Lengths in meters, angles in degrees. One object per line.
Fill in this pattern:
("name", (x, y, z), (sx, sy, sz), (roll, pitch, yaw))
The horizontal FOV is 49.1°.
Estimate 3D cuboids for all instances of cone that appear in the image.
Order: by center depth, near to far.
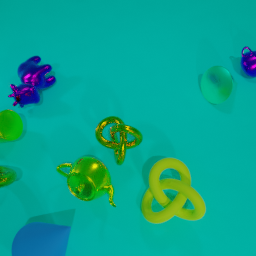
("cone", (-1.466, 2.208, 5.564), (1.198, 1.202, 1.198), (33, 33, -25))
("cone", (2.897, -1.278, 8.192), (1.069, 1.065, 1.065), (-9, 57, -36))

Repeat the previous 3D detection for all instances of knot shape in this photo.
("knot shape", (0.959, 1.379, 6.294), (1.511, 0.698, 1.414), (-5, 84, 24))
("knot shape", (-0.172, 0.240, 6.758), (0.570, 1.155, 1.234), (-23, 89, -47))

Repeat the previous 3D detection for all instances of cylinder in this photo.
("cylinder", (-3.269, -0.024, 7.174), (0.802, 0.802, 0.802), (-9, 57, 28))

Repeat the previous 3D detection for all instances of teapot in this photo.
("teapot", (-0.899, 1.249, 6.429), (1.702, 1.058, 0.833), (26, 33, 13))
("teapot", (3.843, -1.933, 8.393), (1.316, 0.644, 0.818), (42, 53, -16))

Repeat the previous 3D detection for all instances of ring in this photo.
("ring", (-3.345, 1.113, 6.383), (1.520, 1.520, 0.304), (4, 93, 2))

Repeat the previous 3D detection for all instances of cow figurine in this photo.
("cow figurine", (-2.835, -1.323, 7.978), (1.498, 0.836, 1.523), (-35, 54, -23))
